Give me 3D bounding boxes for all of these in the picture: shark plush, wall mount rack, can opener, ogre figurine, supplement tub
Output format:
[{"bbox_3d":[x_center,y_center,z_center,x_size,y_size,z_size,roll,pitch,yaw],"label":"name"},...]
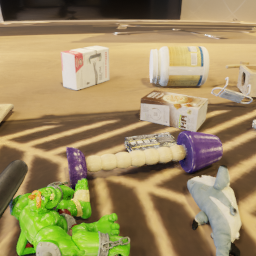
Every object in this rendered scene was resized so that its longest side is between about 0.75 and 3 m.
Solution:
[{"bbox_3d":[1.282,1.376,4.136,0.717,0.782,1.721,-14,42,17],"label":"shark plush"},{"bbox_3d":[3.175,-1.077,8.725,1.272,1.105,0.474,17,67,-4],"label":"wall mount rack"},{"bbox_3d":[-1.816,1.302,3.275,0.837,0.675,2.129,35,48,-18],"label":"can opener"},{"bbox_3d":[-0.879,1.245,3.761,1.090,0.892,1.818,2,33,-40],"label":"ogre figurine"},{"bbox_3d":[1.889,-2.338,10.622,2.040,1.475,1.475,0,25,-1],"label":"supplement tub"}]

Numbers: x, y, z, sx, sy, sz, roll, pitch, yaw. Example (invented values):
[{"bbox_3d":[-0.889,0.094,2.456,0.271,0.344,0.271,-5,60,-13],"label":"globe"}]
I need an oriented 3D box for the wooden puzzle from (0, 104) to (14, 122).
[{"bbox_3d":[-4.696,-0.187,6.935,2.760,0.690,2.980,-1,25,0],"label":"wooden puzzle"}]

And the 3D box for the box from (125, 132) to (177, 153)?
[{"bbox_3d":[0.551,0.419,6.138,1.090,0.268,0.879,-6,24,-13],"label":"box"}]

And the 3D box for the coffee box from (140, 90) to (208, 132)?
[{"bbox_3d":[1.240,-0.509,7.674,1.622,0.647,0.928,13,28,26],"label":"coffee box"}]

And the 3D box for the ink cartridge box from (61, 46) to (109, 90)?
[{"bbox_3d":[-1.579,-2.339,10.764,0.785,1.349,1.852,18,31,32],"label":"ink cartridge box"}]

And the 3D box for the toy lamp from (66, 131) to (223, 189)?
[{"bbox_3d":[0.358,0.556,5.235,2.901,0.844,0.844,-8,26,-12],"label":"toy lamp"}]

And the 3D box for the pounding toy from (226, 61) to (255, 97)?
[{"bbox_3d":[4.364,-1.753,10.005,1.792,0.933,2.040,3,25,6],"label":"pounding toy"}]

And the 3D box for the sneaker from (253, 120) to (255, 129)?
[{"bbox_3d":[3.873,-0.342,7.344,0.854,0.741,1.927,12,25,42],"label":"sneaker"}]
